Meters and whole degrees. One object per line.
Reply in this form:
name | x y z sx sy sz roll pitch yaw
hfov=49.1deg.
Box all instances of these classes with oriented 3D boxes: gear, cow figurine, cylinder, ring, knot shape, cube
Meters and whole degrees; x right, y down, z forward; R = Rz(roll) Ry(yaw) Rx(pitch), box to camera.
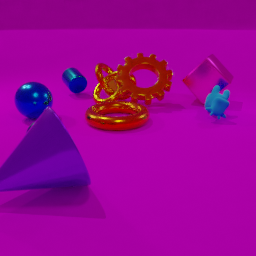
gear | 0.564 -1.758 9.886 1.977 0.366 1.977 0 64 0
cow figurine | 2.799 -0.724 8.945 0.690 1.237 1.257 25 -21 1
cylinder | -2.168 -1.928 11.358 0.802 0.802 0.802 -13 41 -30
ring | -0.329 -0.418 8.631 2.004 0.401 2.004 0 21 0
knot shape | -0.465 -1.606 10.449 1.633 1.745 0.806 2 -14 -15
cube | 2.974 -1.809 10.374 1.238 1.238 1.238 49 32 2

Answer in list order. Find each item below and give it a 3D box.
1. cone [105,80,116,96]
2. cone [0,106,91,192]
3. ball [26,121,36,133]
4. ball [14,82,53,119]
cone | -0.427 -1.752 11.531 0.920 0.920 0.924 7 13 17
cone | -1.743 0.695 4.850 1.616 1.610 1.610 -29 31 -19
ball | -2.006 0.194 6.581 0.764 0.764 0.764 0 21 0
ball | -2.923 -0.864 8.716 1.151 1.151 1.151 0 21 0
